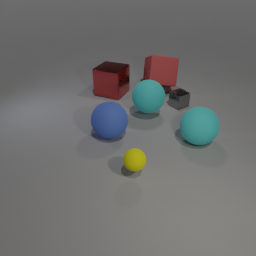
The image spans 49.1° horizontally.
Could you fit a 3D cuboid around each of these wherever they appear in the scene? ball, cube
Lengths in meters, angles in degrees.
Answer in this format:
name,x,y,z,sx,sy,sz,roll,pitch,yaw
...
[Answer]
name,x,y,z,sx,sy,sz,roll,pitch,yaw
ball,-0.697,-0.295,10.555,1.400,1.400,1.400,0,32,0
ball,2.613,-0.075,10.230,1.400,1.400,1.400,0,32,0
cube,-0.815,-2.419,14.062,1.400,1.400,1.400,12,33,19
cube,1.638,-2.887,14.290,1.400,1.400,1.400,4,8,-11
cube,2.386,-1.355,13.027,0.700,0.700,0.700,-20,37,-29
ball,0.203,0.972,8.554,0.700,0.700,0.700,0,32,0
ball,0.869,-1.334,11.858,1.400,1.400,1.400,0,32,0

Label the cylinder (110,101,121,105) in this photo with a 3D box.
name,x,y,z,sx,sy,sz,roll,pitch,yaw
cylinder,-0.654,-0.647,11.729,0.700,0.700,0.700,9,34,-6
